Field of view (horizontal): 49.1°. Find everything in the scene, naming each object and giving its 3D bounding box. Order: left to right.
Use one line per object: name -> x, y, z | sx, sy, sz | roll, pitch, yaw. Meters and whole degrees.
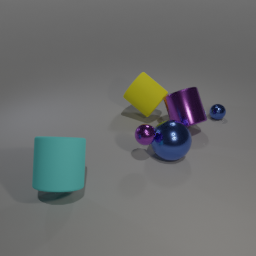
cylinder -> -1.905, 0.956, 7.812 | 1.400, 1.400, 1.400 | 2, -1, 0
ball -> 0.563, 0.214, 9.065 | 0.700, 0.700, 0.700 | 0, 29, 0
cylinder -> 0.750, -1.429, 12.026 | 1.400, 1.400, 1.400 | 40, 36, 0
ball -> 1.475, 0.419, 9.627 | 1.400, 1.400, 1.400 | 0, 29, 0
cylinder -> 2.272, -0.757, 11.166 | 1.400, 1.400, 1.400 | -17, -3, -1
ball -> 3.953, -0.715, 12.353 | 0.700, 0.700, 0.700 | 0, 29, 0
